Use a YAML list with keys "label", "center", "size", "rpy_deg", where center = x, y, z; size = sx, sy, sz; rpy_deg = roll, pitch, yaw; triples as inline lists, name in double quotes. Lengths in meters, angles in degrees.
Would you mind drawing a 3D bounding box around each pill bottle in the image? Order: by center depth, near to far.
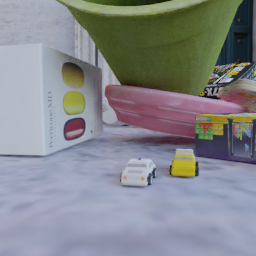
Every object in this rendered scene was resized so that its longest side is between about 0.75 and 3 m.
- label: "pill bottle"
  center: [-0.149, -0.534, 9.008]
  size: [0.904, 0.904, 1.599]
  rpy_deg: [2, 5, 30]

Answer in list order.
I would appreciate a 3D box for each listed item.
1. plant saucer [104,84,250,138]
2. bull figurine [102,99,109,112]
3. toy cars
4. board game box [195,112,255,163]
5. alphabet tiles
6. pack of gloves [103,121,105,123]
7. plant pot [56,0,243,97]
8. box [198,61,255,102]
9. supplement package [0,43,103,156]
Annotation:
- label: "plant saucer"
  center: [0.730, -0.249, 4.631]
  size: [2.311, 0.586, 2.311]
  rpy_deg: [9, 5, -1]
- label: "bull figurine"
  center: [-1.703, -0.467, 5.662]
  size: [2.997, 0.976, 1.820]
  rpy_deg: [9, 2, -24]
- label: "toy cars"
  center: [0.259, 0.264, 2.058]
  size: [0.829, 0.183, 0.371]
  rpy_deg: [-3, 4, -35]
- label: "board game box"
  center: [1.739, 0.080, 2.818]
  size: [1.357, 0.466, 1.642]
  rpy_deg: [-6, 7, -44]
- label: "alphabet tiles"
  center: [2.642, -0.240, 4.080]
  size: [2.479, 0.181, 2.425]
  rpy_deg: [16, 0, 4]
- label: "pack of gloves"
  center: [-0.320, -0.348, 11.092]
  size: [2.841, 0.561, 2.387]
  rpy_deg: [7, -3, -17]
- label: "plant pot"
  center: [0.432, -1.493, 3.897]
  size: [2.541, 2.541, 2.413]
  rpy_deg: [1, -28, 12]
- label: "box"
  center: [2.135, -1.155, 7.518]
  size: [2.098, 0.648, 2.628]
  rpy_deg: [3, 23, 34]
- label: "supplement package"
  center: [-1.186, -0.361, 3.887]
  size: [1.150, 1.194, 2.099]
  rpy_deg: [0, 6, 11]
